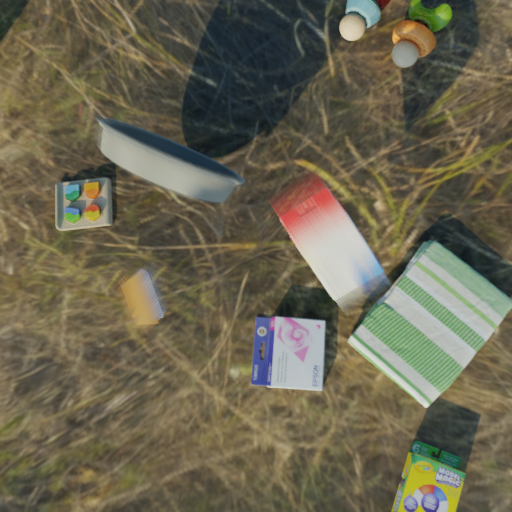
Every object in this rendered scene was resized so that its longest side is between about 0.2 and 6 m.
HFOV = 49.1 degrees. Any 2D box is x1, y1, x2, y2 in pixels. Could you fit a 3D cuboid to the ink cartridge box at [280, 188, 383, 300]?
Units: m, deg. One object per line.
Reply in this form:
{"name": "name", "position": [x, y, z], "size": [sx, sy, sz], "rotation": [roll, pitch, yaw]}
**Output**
{"name": "ink cartridge box", "position": [1.240, -0.241, 9.380], "size": [0.986, 0.571, 1.697], "rotation": [-32, 102, 12]}

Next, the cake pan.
{"name": "cake pan", "position": [-1.615, -1.753, 10.473], "size": [2.853, 2.853, 0.523], "rotation": [26, 103, 6]}

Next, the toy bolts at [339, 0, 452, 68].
{"name": "toy bolts", "position": [2.811, -5.198, 11.929], "size": [2.140, 2.044, 1.484], "rotation": [29, 83, 25]}

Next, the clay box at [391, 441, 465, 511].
{"name": "clay box", "position": [3.095, 4.347, 10.124], "size": [0.989, 0.409, 1.720], "rotation": [20, 77, 4]}

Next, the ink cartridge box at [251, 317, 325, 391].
{"name": "ink cartridge box", "position": [0.626, 1.874, 10.826], "size": [1.374, 0.298, 1.349], "rotation": [4, 76, -1]}

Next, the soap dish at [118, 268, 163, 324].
{"name": "soap dish", "position": [-1.897, 0.654, 9.098], "size": [0.443, 1.091, 0.858], "rotation": [-21, 99, -15]}

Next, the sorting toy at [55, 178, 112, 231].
{"name": "sorting toy", "position": [-3.585, -1.093, 11.618], "size": [1.146, 0.209, 1.061], "rotation": [-5, 76, -2]}

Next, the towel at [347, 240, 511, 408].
{"name": "towel", "position": [3.397, 1.277, 10.975], "size": [2.110, 0.324, 2.766], "rotation": [41, 78, 9]}
